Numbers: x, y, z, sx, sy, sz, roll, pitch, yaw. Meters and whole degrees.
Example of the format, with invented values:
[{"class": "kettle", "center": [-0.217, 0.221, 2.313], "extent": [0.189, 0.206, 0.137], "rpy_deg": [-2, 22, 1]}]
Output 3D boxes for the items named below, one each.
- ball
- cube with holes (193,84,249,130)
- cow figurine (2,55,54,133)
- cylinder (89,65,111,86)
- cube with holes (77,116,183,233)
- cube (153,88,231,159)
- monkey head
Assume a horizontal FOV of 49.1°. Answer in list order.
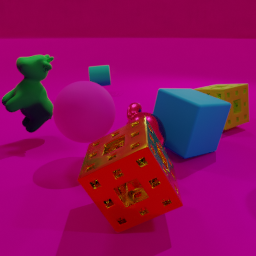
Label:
[{"class": "ball", "center": [-0.839, -0.306, 5.427], "extent": [1.194, 1.194, 1.194], "rpy_deg": [0, 19, 0]}, {"class": "cube with holes", "center": [2.521, -0.612, 7.613], "extent": [1.026, 1.026, 1.026], "rpy_deg": [-15, 15, -33]}, {"class": "cow figurine", "center": [-2.132, -0.855, 6.497], "extent": [1.530, 1.555, 0.854], "rpy_deg": [-42, 37, -12]}, {"class": "cylinder", "center": [-1.087, -2.004, 10.843], "extent": [0.781, 0.781, 0.781], "rpy_deg": [-6, 20, -3]}, {"class": "cube with holes", "center": [0.049, 0.612, 3.896], "extent": [0.969, 0.969, 0.969], "rpy_deg": [-27, 21, 12]}, {"class": "cube", "center": [1.294, -0.155, 6.037], "extent": [1.131, 1.131, 1.131], "rpy_deg": [-6, 26, -40]}, {"class": "monkey head", "center": [0.118, 0.165, 5.481], "extent": [1.192, 0.998, 1.656], "rpy_deg": [4, 32, -19]}]
